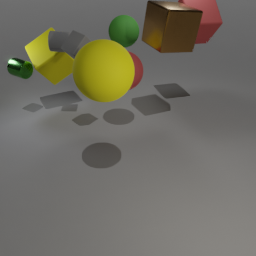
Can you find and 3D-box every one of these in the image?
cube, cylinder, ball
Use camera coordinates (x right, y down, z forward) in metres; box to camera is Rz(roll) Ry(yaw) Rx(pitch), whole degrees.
[{"bbox_3d":[1.484,-3.528,9.758,1.400,1.400,1.400,-9,37,-26],"label":"cube"},{"bbox_3d":[-1.513,-2.507,8.792,0.700,0.700,0.700,34,-1,36],"label":"cube"},{"bbox_3d":[-2.386,-3.042,9.874,0.700,0.700,0.700,3,30,-2],"label":"cylinder"},{"bbox_3d":[-0.187,-4.390,12.736,1.400,1.400,1.400,0,30,0],"label":"ball"},{"bbox_3d":[-3.114,-2.951,11.652,1.400,1.400,1.400,-34,64,6],"label":"cube"},{"bbox_3d":[2.709,-4.372,11.330,1.400,1.400,1.400,-7,75,-13],"label":"cube"},{"bbox_3d":[-4.231,-2.341,11.011,0.700,0.700,0.700,20,35,22],"label":"cylinder"},{"bbox_3d":[-0.152,-2.040,10.013,1.400,1.400,1.400,0,30,0],"label":"ball"},{"bbox_3d":[-0.553,-1.286,6.373,1.400,1.400,1.400,0,30,0],"label":"ball"}]
